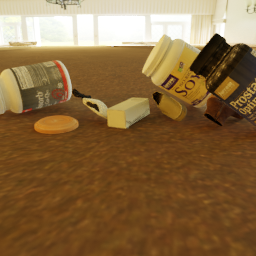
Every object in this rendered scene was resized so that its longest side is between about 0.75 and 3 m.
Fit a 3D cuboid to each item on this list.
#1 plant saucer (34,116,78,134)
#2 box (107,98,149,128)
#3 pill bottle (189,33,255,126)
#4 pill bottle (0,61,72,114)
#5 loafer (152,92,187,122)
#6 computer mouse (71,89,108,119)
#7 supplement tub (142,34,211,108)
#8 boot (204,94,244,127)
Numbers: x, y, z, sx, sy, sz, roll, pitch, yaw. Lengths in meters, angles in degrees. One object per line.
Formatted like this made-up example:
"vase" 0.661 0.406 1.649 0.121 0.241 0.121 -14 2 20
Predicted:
"plant saucer" -1.960 -0.128 7.690 1.176 0.190 1.176 1 20 0
"box" 0.043 -0.470 8.097 0.620 0.516 1.510 7 22 30
"pill bottle" 2.943 -1.192 7.122 2.618 1.464 1.464 38 28 6
"pill bottle" -3.153 -1.256 8.871 2.413 1.398 1.398 -19 27 -29
"loafer" 1.163 -0.659 8.286 0.497 0.560 1.474 14 18 -35
"computer mouse" -1.013 -0.736 8.235 1.509 0.331 0.828 36 5 36
"supplement tub" 1.796 -1.869 9.179 2.281 1.658 1.658 27 17 -10
"boot" 2.759 -0.373 7.990 1.288 0.466 1.072 33 51 -5
